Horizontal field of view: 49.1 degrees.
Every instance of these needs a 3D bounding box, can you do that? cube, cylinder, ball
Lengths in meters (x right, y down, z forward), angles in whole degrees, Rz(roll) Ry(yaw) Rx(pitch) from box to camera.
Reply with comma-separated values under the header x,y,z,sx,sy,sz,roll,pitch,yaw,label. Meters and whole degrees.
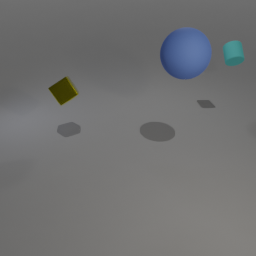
x,y,z,sx,sy,sz,roll,pitch,yaw,label
-2.106,-1.236,9.275,0.700,0.700,0.700,-33,14,1,cube
4.036,-2.849,10.723,0.700,0.700,0.700,-1,72,-2,cylinder
1.596,-2.059,7.795,1.400,1.400,1.400,0,30,0,ball
